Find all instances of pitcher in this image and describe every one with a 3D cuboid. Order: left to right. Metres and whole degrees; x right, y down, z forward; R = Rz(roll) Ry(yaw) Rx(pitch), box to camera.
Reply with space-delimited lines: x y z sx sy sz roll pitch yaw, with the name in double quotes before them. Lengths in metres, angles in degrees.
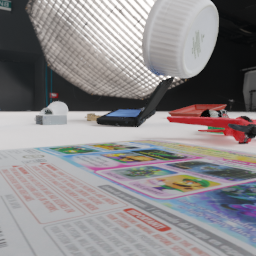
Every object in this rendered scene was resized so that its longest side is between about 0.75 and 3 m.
"pitcher" -3.747 -0.730 13.698 1.315 0.929 1.533 -15 10 22

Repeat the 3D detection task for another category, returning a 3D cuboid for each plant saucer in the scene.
"plant saucer" 3.914 -0.903 15.920 2.375 0.436 2.370 -15 12 -32

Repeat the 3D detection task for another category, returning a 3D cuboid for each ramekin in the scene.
"ramekin" 1.843 -2.979 9.231 1.353 2.905 2.905 26 18 31

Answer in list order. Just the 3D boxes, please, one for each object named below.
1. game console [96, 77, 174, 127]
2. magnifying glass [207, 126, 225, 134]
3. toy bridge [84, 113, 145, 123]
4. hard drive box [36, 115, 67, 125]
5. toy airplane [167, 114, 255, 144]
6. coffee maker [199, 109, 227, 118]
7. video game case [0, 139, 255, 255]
"game console" 0.347 -1.061 10.376 2.377 1.573 2.703 3 13 17
"magnifying glass" 3.229 0.048 7.023 2.409 0.270 0.959 0 4 27
"toy bridge" -0.659 -0.406 11.994 2.649 0.360 0.890 3 6 18
"hard drive box" -2.965 -0.326 10.827 0.974 0.374 0.759 -3 6 -37
"toy airplane" 2.139 -0.011 5.668 2.817 0.518 2.817 1 4 0
"coffee maker" 3.562 -0.502 11.762 0.888 0.598 0.853 -1 4 -18
"video game case" -0.021 0.383 1.890 2.412 0.314 2.650 -2 4 -32
